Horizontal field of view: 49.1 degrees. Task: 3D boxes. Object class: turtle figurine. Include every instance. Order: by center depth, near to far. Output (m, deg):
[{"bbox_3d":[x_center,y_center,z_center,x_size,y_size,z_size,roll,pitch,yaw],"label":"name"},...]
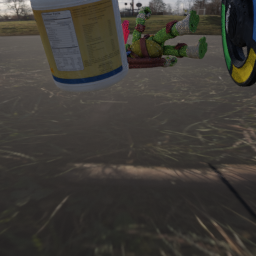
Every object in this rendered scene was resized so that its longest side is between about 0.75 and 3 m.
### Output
[{"bbox_3d":[1.169,-2.897,8.859,2.617,1.942,2.699,4,17,40],"label":"turtle figurine"}]

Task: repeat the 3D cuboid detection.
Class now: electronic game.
[{"bbox_3d":[2.302,-2.188,5.668,0.562,2.699,2.699,-6,22,7],"label":"electronic game"}]

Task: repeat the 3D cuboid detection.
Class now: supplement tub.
[{"bbox_3d":[-1.085,-2.334,6.437,1.899,2.625,1.899,-7,32,4],"label":"supplement tub"}]

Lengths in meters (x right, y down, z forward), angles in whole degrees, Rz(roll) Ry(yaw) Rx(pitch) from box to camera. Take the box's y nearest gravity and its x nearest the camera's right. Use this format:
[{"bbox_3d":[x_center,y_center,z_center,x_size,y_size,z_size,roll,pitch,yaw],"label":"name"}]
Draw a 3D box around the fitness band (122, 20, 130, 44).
[{"bbox_3d":[-0.156,-3.335,10.099,0.197,1.051,0.755,19,13,8],"label":"fitness band"}]
